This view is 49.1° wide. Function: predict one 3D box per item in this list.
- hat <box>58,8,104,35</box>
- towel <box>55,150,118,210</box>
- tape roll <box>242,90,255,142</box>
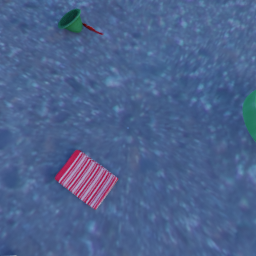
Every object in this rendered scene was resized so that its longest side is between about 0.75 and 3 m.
[{"bbox_3d":[-1.532,-3.073,8.750,0.868,0.923,1.048,-47,42,-4],"label":"hat"},{"bbox_3d":[-1.032,1.233,6.883,1.316,0.148,0.952,33,72,13],"label":"towel"},{"bbox_3d":[3.748,-0.180,6.888,1.922,0.462,1.922,10,62,-19],"label":"tape roll"}]
